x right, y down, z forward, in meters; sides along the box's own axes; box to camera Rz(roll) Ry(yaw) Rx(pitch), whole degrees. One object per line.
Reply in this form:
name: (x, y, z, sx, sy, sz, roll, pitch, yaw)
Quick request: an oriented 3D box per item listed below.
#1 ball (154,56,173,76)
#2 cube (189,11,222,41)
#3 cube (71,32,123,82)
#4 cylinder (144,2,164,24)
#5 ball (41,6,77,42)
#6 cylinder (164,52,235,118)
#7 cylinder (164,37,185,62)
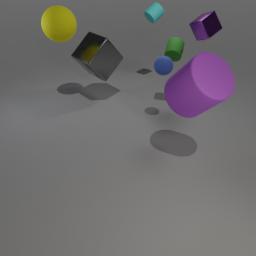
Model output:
ball: (1.299, -2.277, 10.247, 0.700, 0.700, 0.700, 0, 32, 0)
cube: (2.755, -3.616, 9.947, 0.700, 0.700, 0.700, -39, 22, -12)
cube: (-1.364, -3.194, 12.558, 1.400, 1.400, 1.400, 33, 86, 39)
cylinder: (1.270, -5.569, 13.555, 0.700, 0.700, 0.700, -46, 43, -3)
ball: (-2.804, -4.225, 11.407, 1.400, 1.400, 1.400, 0, 32, 0)
cylinder: (1.947, -1.153, 7.800, 1.400, 1.400, 1.400, 8, 69, -22)
cylinder: (1.892, -3.193, 11.416, 0.700, 0.700, 0.700, 11, 68, 17)
